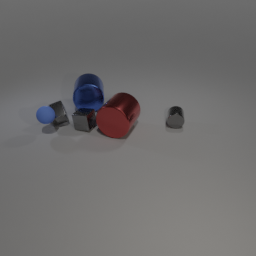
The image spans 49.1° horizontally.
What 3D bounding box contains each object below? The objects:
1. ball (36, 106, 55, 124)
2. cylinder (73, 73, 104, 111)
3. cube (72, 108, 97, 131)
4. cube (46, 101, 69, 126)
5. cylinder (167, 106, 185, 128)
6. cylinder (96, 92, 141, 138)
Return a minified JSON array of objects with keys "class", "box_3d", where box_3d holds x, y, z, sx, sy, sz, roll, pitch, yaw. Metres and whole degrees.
[{"class":"ball","box_3d":[-3.172,-0.499,10.779,0.700,0.700,0.700,0,31,0]},{"class":"cylinder","box_3d":[-1.823,-1.643,13.021,1.400,1.400,1.400,-3,31,-5]},{"class":"cube","box_3d":[-1.779,-0.360,11.496,0.700,0.700,0.700,5,30,23]},{"class":"cube","box_3d":[-2.931,-0.592,11.600,0.700,0.700,0.700,-21,70,-6]},{"class":"cylinder","box_3d":[1.995,-0.452,11.700,0.700,0.700,0.700,4,34,6]},{"class":"cylinder","box_3d":[-0.367,-0.527,11.178,1.400,1.400,1.400,11,32,17]}]
